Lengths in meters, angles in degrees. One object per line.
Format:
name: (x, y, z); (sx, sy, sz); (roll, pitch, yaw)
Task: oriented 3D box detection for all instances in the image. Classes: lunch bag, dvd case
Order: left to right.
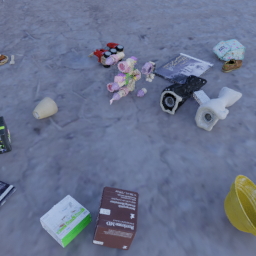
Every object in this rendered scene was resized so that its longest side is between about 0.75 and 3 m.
dvd case: (-4.919, 2.183, 9.142); (1.976, 0.158, 1.469); (16, 44, 17)
dvd case: (2.995, -3.184, 15.051); (2.083, 0.224, 2.801); (31, 50, 30)
lunch bag: (5.685, -4.386, 15.914); (1.433, 0.874, 1.220); (-11, 42, -4)

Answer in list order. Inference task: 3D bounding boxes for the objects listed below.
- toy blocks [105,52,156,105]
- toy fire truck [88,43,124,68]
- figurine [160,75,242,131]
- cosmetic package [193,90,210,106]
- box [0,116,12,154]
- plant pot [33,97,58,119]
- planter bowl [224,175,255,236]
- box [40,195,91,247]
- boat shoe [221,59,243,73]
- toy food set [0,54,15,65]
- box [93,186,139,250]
toy blocks: (-0.142, -2.156, 12.667); (2.058, 1.923, 1.732); (26, 41, 23)
toy fire truck: (-1.327, -4.212, 15.736); (1.753, 1.128, 1.543); (36, 53, 20)
figurine: (3.345, -1.385, 12.447); (2.866, 1.234, 2.796); (28, 45, 26)
cosmetic package: (3.455, -1.292, 12.904); (0.460, 0.282, 1.114); (-11, 43, -11)
box: (-5.315, 0.401, 10.530); (1.534, 0.953, 1.139); (-16, 45, -16)
plant pot: (-3.584, -0.765, 11.904); (0.803, 0.803, 0.857); (22, 44, 23)
planter bowl: (3.389, 2.390, 8.179); (1.893, 0.788, 1.893); (30, 41, -30)
box: (-1.830, 2.708, 8.272); (0.982, 0.538, 1.113); (29, 49, 28)
boat shoe: (5.704, -3.454, 15.122); (1.543, 0.524, 0.555); (-30, 50, -29)
toy food set: (-7.340, -3.879, 15.715); (1.798, 0.361, 1.241); (-10, 43, -11)
box: (-0.331, 2.545, 7.940); (1.064, 1.053, 1.283); (12, 41, -5)
